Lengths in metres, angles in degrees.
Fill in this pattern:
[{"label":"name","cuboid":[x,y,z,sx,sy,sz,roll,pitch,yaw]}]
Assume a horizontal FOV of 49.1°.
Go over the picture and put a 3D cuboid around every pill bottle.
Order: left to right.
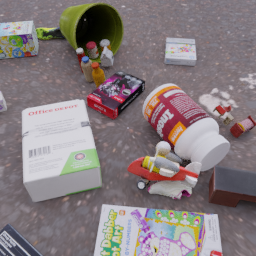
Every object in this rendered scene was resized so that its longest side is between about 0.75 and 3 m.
[{"label":"pill bottle","cuboid":[1.721,-0.043,8.493,1.503,1.503,2.661,-23,52,-20]}]

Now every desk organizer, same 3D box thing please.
[{"label":"desk organizer","cuboid":[3.261,1.678,7.407,2.107,0.811,0.756,9,48,8]}]

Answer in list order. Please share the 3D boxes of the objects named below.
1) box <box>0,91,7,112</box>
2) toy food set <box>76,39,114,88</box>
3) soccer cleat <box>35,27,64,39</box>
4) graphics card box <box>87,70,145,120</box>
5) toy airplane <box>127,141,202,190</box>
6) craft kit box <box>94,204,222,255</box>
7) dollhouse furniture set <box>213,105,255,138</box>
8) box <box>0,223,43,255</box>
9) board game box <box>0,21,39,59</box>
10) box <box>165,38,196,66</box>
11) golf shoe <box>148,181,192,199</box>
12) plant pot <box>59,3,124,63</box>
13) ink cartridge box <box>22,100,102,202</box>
[{"label":"box","cuboid":[-5.688,-0.602,9.653,2.748,0.569,0.532,-16,50,-15]},{"label":"toy food set","cuboid":[-1.313,-2.824,11.083,1.208,1.138,2.530,1,56,10]},{"label":"soccer cleat","cuboid":[-3.648,-4.508,13.338,1.629,0.527,0.681,-2,18,4]},{"label":"graphics card box","cuboid":[-0.407,-1.276,10.300,1.250,0.507,1.993,28,53,24]},{"label":"toy airplane","cuboid":[1.064,0.968,7.413,1.739,1.747,1.233,-2,89,-30]},{"label":"craft kit box","cuboid":[0.637,3.229,6.146,2.877,0.707,2.913,2,48,5]},{"label":"dollhouse furniture set","cuboid":[3.524,-0.359,9.270,0.675,0.510,1.253,-26,68,-21]},{"label":"box","cuboid":[-2.364,3.475,5.453,2.091,1.288,2.074,30,54,24]},{"label":"board game box","cuboid":[-5.121,-3.803,12.170,2.157,1.111,1.131,-6,48,-6]},{"label":"box","cuboid":[2.297,-3.376,12.317,1.299,0.343,1.666,5,49,5]},{"label":"golf shoe","cuboid":[1.168,1.693,7.659,1.224,0.461,0.560,-9,52,-7]},{"label":"plant pot","cuboid":[-1.802,-4.264,12.044,2.359,2.359,2.271,-30,43,-25]},{"label":"ink cartridge box","cuboid":[-1.979,0.555,8.213,1.939,1.120,2.665,-11,49,-10]}]
